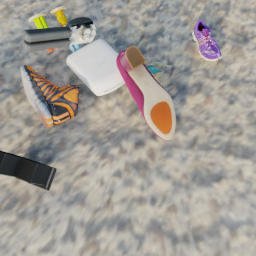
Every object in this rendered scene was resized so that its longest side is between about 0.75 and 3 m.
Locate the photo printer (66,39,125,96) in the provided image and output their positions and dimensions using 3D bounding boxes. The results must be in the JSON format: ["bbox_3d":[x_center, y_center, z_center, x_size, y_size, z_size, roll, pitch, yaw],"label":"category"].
[{"bbox_3d":[-0.820,-1.815,8.507,1.429,0.596,1.717,-35,67,-19],"label":"photo printer"}]

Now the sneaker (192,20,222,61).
[{"bbox_3d":[2.496,-2.810,8.982,0.624,0.646,1.548,-23,67,-1],"label":"sneaker"}]

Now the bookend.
[{"bbox_3d":[-2.535,0.946,6.440,1.227,1.219,0.565,13,79,24],"label":"bookend"}]

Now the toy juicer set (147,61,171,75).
[{"bbox_3d":[0.652,-1.797,8.642,1.161,0.316,0.739,-14,29,-14],"label":"toy juicer set"}]

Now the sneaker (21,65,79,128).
[{"bbox_3d":[-2.159,-1.030,8.035,1.285,0.890,2.294,-23,64,-26],"label":"sneaker"}]

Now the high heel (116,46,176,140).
[{"bbox_3d":[0.503,-0.934,7.776,0.907,1.293,2.690,-23,97,-10],"label":"high heel"}]

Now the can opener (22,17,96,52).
[{"bbox_3d":[-1.858,-2.578,7.763,2.242,0.590,0.745,-26,62,-37],"label":"can opener"}]

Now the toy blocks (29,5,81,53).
[{"bbox_3d":[-2.094,-2.777,8.606,1.312,0.572,1.574,-36,109,-31],"label":"toy blocks"}]
